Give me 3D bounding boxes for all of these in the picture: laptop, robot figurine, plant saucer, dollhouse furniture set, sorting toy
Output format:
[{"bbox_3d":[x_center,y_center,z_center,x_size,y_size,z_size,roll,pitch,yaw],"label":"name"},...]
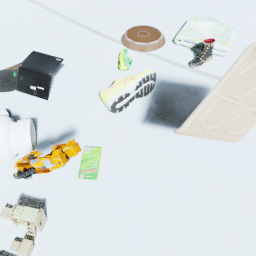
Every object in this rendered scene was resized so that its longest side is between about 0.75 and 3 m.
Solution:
[{"bbox_3d":[-3.717,-2.244,11.837,1.549,1.748,0.903,17,17,12],"label":"laptop"},{"bbox_3d":[-1.972,0.744,6.645,1.659,0.483,1.203,-16,13,26],"label":"robot figurine"},{"bbox_3d":[0.802,-4.793,14.696,2.377,0.409,2.377,-1,47,1],"label":"plant saucer"},{"bbox_3d":[-3.096,2.692,7.558,1.324,0.736,1.171,10,48,9],"label":"dollhouse furniture set"},{"bbox_3d":[2.895,-0.727,7.182,2.740,2.960,0.540,9,43,-39],"label":"sorting toy"}]

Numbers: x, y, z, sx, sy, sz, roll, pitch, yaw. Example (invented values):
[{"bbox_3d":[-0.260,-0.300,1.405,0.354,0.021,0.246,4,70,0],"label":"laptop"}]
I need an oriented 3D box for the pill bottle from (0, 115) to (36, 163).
[{"bbox_3d":[-4.520,0.412,9.060,2.812,1.565,1.565,-5,47,-10],"label":"pill bottle"}]

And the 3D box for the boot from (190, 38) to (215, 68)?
[{"bbox_3d":[3.491,-3.496,13.026,1.427,1.074,0.522,-27,53,-22],"label":"boot"}]

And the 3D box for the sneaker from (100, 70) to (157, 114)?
[{"bbox_3d":[0.018,-1.739,11.440,2.733,1.068,1.234,-33,53,-26],"label":"sneaker"}]

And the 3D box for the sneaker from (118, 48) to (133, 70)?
[{"bbox_3d":[-0.108,-3.184,13.197,0.633,0.561,1.515,13,47,-12],"label":"sneaker"}]

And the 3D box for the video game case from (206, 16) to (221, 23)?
[{"bbox_3d":[4.736,-6.109,16.103,0.801,0.101,0.879,-34,57,-28],"label":"video game case"}]

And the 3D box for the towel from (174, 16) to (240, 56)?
[{"bbox_3d":[4.137,-4.815,14.521,2.810,0.677,2.405,21,50,19],"label":"towel"}]

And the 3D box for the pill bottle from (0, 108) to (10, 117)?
[{"bbox_3d":[-4.991,-0.195,10.255,0.682,0.682,1.232,31,55,25],"label":"pill bottle"}]

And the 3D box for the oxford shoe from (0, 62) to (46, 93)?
[{"bbox_3d":[-4.920,-2.254,12.151,2.669,0.970,1.127,-21,29,-17],"label":"oxford shoe"}]

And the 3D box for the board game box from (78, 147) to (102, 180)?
[{"bbox_3d":[-1.249,1.189,9.327,0.625,0.196,1.309,2,45,3],"label":"board game box"}]
